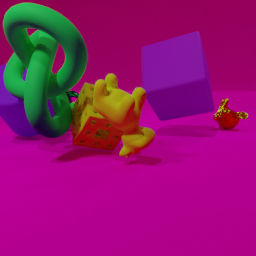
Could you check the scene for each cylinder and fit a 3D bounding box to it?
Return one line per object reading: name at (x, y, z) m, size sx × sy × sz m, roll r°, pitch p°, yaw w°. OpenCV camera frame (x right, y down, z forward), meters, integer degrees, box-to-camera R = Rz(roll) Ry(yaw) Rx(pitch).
cylinder at (-2.188, -0.596, 5.917) m, size 1.176 × 1.176 × 1.176 m, roll 1°, pitch -33°, yaw 7°

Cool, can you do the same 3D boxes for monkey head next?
monkey head at (2.669, -0.354, 7.469) m, size 0.624 × 0.745 × 1.036 m, roll 27°, pitch -23°, yaw -16°

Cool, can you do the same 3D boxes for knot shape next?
knot shape at (-1.279, -0.966, 4.203) m, size 0.909 × 1.968 × 1.842 m, roll -15°, pitch -25°, yaw -31°

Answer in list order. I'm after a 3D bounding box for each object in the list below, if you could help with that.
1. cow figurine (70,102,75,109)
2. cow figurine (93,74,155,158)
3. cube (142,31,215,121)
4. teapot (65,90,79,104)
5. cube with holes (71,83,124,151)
cow figurine at (-1.731, -0.461, 7.239) m, size 1.112 × 1.095 × 0.611 m, roll 35°, pitch -16°, yaw -7°
cow figurine at (-0.084, -0.130, 4.055) m, size 1.057 × 1.041 × 0.580 m, roll 30°, pitch 41°, yaw 17°
cube at (1.210, -1.174, 6.747) m, size 1.389 × 1.389 × 1.389 m, roll -11°, pitch -30°, yaw 20°
teapot at (-2.050, -0.608, 8.080) m, size 1.914 × 0.937 × 1.190 m, roll -27°, pitch 19°, yaw 5°
cube with holes at (-0.484, -0.169, 4.756) m, size 0.745 × 0.745 × 0.745 m, roll 11°, pitch 46°, yaw -28°
